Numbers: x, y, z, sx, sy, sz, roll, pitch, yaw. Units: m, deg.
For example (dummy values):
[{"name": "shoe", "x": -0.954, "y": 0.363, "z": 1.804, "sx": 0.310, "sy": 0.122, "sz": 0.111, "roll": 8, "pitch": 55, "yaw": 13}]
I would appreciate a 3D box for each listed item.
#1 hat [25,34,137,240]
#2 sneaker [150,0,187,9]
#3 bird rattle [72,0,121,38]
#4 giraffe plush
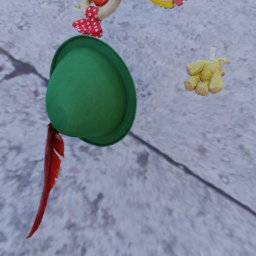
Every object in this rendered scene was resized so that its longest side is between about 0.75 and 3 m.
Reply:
[{"name": "hat", "x": -1.331, "y": -0.292, "z": 4.952, "sx": 2.752, "sy": 2.280, "sz": 2.423, "roll": 44, "pitch": 36, "yaw": 15}, {"name": "sneaker", "x": 0.222, "y": -3.699, "z": 6.458, "sx": 2.759, "sy": 1.134, "sz": 1.074, "roll": 28, "pitch": 86, "yaw": 35}, {"name": "bird rattle", "x": -0.932, "y": -3.575, "z": 7.903, "sx": 1.662, "sy": 1.149, "sz": 2.039, "roll": -26, "pitch": 60, "yaw": 21}, {"name": "giraffe plush", "x": 1.931, "y": -1.243, "z": 6.794, "sx": 0.978, "sy": 0.919, "sz": 1.133, "roll": 25, "pitch": 89, "yaw": 20}]
